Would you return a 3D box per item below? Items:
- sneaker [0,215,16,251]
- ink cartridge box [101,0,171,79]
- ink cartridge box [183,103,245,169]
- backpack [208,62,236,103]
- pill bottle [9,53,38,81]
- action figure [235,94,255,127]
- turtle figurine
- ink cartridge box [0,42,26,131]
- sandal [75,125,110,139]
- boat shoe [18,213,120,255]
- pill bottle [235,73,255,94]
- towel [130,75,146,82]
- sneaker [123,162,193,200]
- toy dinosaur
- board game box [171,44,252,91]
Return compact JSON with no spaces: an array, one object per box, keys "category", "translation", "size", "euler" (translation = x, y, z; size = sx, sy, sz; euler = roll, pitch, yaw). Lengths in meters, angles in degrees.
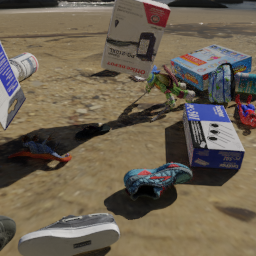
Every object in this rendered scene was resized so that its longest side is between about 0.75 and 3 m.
[{"category":"sneaker","translation":[-2.791,2.458,4.191],"size":[1.235,0.907,2.729],"euler":[26,42,34]},{"category":"ink cartridge box","translation":[0.179,-3.043,9.385],"size":[1.732,2.392,1.009],"euler":[12,32,-9]},{"category":"ink cartridge box","translation":[2.477,0.133,8.593],"size":[1.355,0.637,2.882],"euler":[4,29,5]},{"category":"backpack","translation":[3.833,-1.697,11.372],"size":[1.313,1.393,1.708],"euler":[-6,35,7]},{"category":"pill bottle","translation":[-5.305,-2.899,13.604],"size":[1.109,1.109,1.855],"euler":[7,30,13]},{"category":"action figure","translation":[4.369,-0.650,10.170],"size":[0.734,0.580,2.243],"euler":[7,32,7]},{"category":"turtle figurine","translation":[1.389,-1.255,10.965],"size":[2.101,2.167,1.559],"euler":[6,-1,-31]},{"category":"ink cartridge box","translation":[-3.340,-1.391,6.585],"size":[0.527,2.841,1.345],"euler":[0,45,12]},{"category":"sandal","translation":[-1.154,0.058,9.085],"size":[1.225,0.293,0.460],"euler":[-17,33,-28]},{"category":"boat shoe","translation":[-1.095,1.958,5.292],"size":[1.827,0.655,0.619],"euler":[-6,30,-16]},{"category":"pill bottle","translation":[5.134,-1.958,12.198],"size":[1.486,0.823,0.823],"euler":[11,31,18]},{"category":"towel","translation":[0.717,-2.599,14.048],"size":[0.950,0.160,0.995],"euler":[-12,32,-21]},{"category":"sneaker","translation":[0.744,1.347,6.548],"size":[1.647,0.653,0.787],"euler":[-10,37,0]},{"category":"toy dinosaur","translation":[-2.321,0.702,7.908],"size":[1.416,1.561,0.819],"euler":[41,4,23]},{"category":"board game box","translation":[3.943,-3.040,13.623],"size":[2.710,0.773,2.767],"euler":[-22,34,-12]}]
